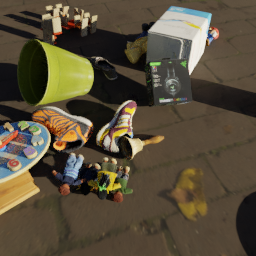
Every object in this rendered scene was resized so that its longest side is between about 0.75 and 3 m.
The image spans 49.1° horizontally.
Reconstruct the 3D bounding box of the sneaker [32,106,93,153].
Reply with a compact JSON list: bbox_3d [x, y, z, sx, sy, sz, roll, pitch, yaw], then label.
[{"bbox_3d":[-2.318,0.060,9.053,2.178,0.845,1.220,13,47,12],"label":"sneaker"}]

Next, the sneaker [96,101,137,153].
[{"bbox_3d":[-0.117,-0.028,9.231,0.932,0.775,2.069,25,60,23],"label":"sneaker"}]

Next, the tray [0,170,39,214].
[{"bbox_3d":[-3.479,1.805,7.608,1.833,0.339,0.904,-30,68,-24],"label":"tray"}]

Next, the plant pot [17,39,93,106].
[{"bbox_3d":[-2.398,-1.839,9.781,2.058,2.137,2.137,-5,39,-45],"label":"plant pot"}]

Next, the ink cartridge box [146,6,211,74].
[{"bbox_3d":[2.114,-3.598,11.784,1.855,1.864,2.540,20,49,18],"label":"ink cartridge box"}]

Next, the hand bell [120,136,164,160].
[{"bbox_3d":[0.551,0.459,8.925,1.458,0.759,0.759,-15,47,-29],"label":"hand bell"}]

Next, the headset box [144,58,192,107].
[{"bbox_3d":[1.433,-1.663,10.044,1.448,0.771,1.663,-5,90,-11],"label":"headset box"}]

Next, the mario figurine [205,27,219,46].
[{"bbox_3d":[3.841,-4.463,13.412,0.847,0.727,1.372,26,54,21],"label":"mario figurine"}]

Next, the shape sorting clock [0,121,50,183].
[{"bbox_3d":[-3.768,0.631,8.348,2.890,0.567,2.890,-10,32,6],"label":"shape sorting clock"}]

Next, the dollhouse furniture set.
[{"bbox_3d":[-3.149,-5.093,13.935,2.453,1.264,2.427,26,40,22],"label":"dollhouse furniture set"}]

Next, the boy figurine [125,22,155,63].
[{"bbox_3d":[0.507,-3.812,12.642,1.497,0.776,2.407,6,49,36],"label":"boy figurine"}]

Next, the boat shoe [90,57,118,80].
[{"bbox_3d":[-1.031,-2.696,11.877,0.600,0.511,1.794,-29,53,-24],"label":"boat shoe"}]

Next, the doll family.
[{"bbox_3d":[-0.977,1.450,7.806,2.211,0.868,1.278,4,51,11],"label":"doll family"}]
